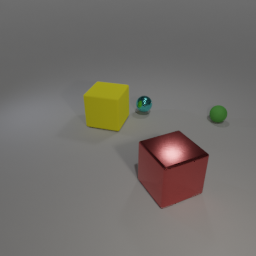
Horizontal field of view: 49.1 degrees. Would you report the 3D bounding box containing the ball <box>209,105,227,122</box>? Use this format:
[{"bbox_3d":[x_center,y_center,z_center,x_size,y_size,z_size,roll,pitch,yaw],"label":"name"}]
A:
[{"bbox_3d":[3.689,-0.578,11.441,0.700,0.700,0.700,0,31,0],"label":"ball"}]

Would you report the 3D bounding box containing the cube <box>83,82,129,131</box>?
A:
[{"bbox_3d":[-0.813,-0.899,11.197,1.400,1.400,1.400,9,33,15],"label":"cube"}]

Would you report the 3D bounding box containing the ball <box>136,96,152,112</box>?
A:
[{"bbox_3d":[0.690,-1.031,11.974,0.700,0.700,0.700,0,31,0],"label":"ball"}]

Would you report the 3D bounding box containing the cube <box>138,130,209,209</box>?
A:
[{"bbox_3d":[1.212,1.116,7.916,1.400,1.400,1.400,-14,34,-22],"label":"cube"}]
